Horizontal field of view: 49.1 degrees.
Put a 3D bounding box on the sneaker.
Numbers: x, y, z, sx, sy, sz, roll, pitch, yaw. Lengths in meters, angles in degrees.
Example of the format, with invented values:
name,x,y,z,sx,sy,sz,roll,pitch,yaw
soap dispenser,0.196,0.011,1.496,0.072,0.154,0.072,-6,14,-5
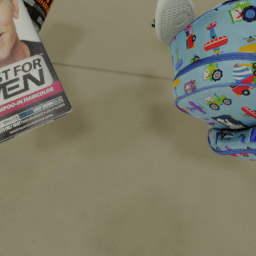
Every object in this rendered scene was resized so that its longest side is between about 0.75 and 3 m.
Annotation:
name,x,y,z,sx,sy,sz,roll,pitch,yaw
sneaker,0.627,-1.864,4.559,0.631,1.716,1.012,-27,73,10

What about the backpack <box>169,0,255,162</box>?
name,x,y,z,sx,sy,sz,roll,pitch,yaw
backpack,1.676,-0.437,3.565,2.392,2.183,1.609,17,81,-19

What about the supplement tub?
name,x,y,z,sx,sy,sz,roll,pitch,yaw
supplement tub,-2.420,-3.101,6.281,1.475,1.475,2.407,22,86,16

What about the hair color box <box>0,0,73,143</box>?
name,x,y,z,sx,sy,sz,roll,pitch,yaw
hair color box,-2.021,-1.191,4.337,1.320,0.799,2.640,-26,97,-14
